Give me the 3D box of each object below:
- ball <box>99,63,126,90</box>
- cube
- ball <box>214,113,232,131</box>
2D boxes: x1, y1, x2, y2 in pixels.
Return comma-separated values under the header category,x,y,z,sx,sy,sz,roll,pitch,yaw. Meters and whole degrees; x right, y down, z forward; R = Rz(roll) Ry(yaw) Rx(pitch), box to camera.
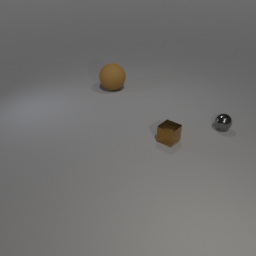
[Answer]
category,x,y,z,sx,sy,sz,roll,pitch,yaw
ball,-0.822,-2.721,14.828,1.400,1.400,1.400,0,32,0
cube,1.588,0.195,10.833,0.700,0.700,0.700,24,39,33
ball,3.918,-0.247,11.516,0.700,0.700,0.700,0,32,0
